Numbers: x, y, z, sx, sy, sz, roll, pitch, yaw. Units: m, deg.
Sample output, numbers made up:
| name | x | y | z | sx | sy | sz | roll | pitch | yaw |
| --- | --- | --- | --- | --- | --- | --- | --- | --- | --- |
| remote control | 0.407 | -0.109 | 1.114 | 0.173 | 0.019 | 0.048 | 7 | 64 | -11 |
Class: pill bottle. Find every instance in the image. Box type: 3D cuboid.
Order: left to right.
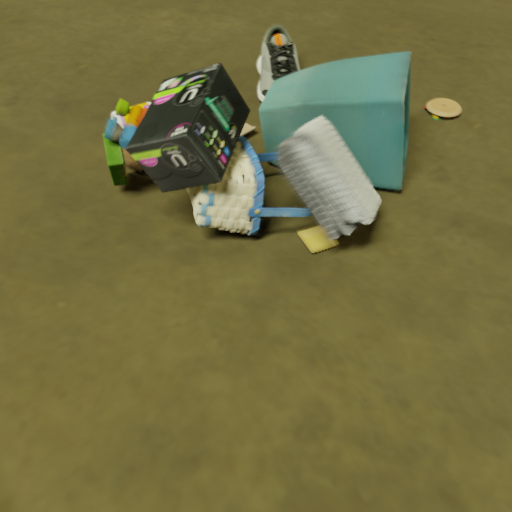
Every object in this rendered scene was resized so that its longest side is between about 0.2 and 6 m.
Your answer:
| name | x | y | z | sx | sy | sz | roll | pitch | yaw |
| --- | --- | --- | --- | --- | --- | --- | --- | --- | --- |
| pill bottle | -2.792 | -3.317 | 13.563 | 1.299 | 0.677 | 0.677 | -23 | 49 | -22 |

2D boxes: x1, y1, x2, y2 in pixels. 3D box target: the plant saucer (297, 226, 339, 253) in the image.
| name | x | y | z | sx | sy | sz | roll | pitch | yaw |
| --- | --- | --- | --- | --- | --- | --- | --- | --- | --- |
| plant saucer | 1.196 | -0.300 | 10.864 | 0.613 | 0.149 | 0.613 | -18 | 47 | -16 |

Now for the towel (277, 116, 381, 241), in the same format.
| name | x | y | z | sx | sy | sz | roll | pitch | yaw |
| --- | --- | --- | --- | --- | --- | --- | --- | --- | --- |
| towel | 1.369 | -1.453 | 10.492 | 2.145 | 0.918 | 1.776 | 54 | 26 | -6 |

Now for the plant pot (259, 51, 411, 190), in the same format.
| name | x | y | z | sx | sy | sz | roll | pitch | yaw |
| --- | --- | --- | --- | --- | --- | --- | --- | --- | --- |
| plant pot | 1.734 | -2.958 | 12.238 | 3.043 | 2.150 | 2.149 | 4 | 44 | 16 |

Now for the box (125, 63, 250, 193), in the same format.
| name | x | y | z | sx | sy | sz | roll | pitch | yaw |
| --- | --- | --- | --- | --- | --- | --- | --- | --- | --- |
| box | -1.160 | -2.247 | 9.917 | 1.389 | 1.162 | 1.870 | -4 | 52 | 32 |

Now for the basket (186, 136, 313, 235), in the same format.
| name | x | y | z | sx | sy | sz | roll | pitch | yaw |
| --- | --- | --- | --- | --- | --- | --- | --- | --- | --- |
| basket | -0.173 | -1.419 | 10.973 | 2.302 | 1.601 | 2.030 | -6 | 41 | -13 |

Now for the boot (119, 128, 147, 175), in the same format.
| name | x | y | z | sx | sy | sz | roll | pitch | yaw |
| --- | --- | --- | --- | --- | --- | --- | --- | --- | --- |
| boot | -1.902 | -2.903 | 13.076 | 1.132 | 1.104 | 2.999 | 38 | 61 | 12 |

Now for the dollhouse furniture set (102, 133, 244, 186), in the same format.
| name | x | y | z | sx | sy | sz | roll | pitch | yaw |
| --- | --- | --- | --- | --- | --- | --- | --- | --- | --- |
| dollhouse furniture set | -1.613 | -2.236 | 11.681 | 2.946 | 1.137 | 1.472 | -9 | 75 | -12 |

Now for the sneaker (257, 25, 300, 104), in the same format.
| name | x | y | z | sx | sy | sz | roll | pitch | yaw |
| --- | --- | --- | --- | --- | --- | --- | --- | --- | --- |
| sneaker | 0.593 | -5.002 | 14.863 | 1.206 | 1.294 | 3.264 | -4 | 46 | -6 |

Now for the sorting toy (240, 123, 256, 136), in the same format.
| name | x | y | z | sx | sy | sz | roll | pitch | yaw |
| --- | --- | --- | --- | --- | --- | --- | --- | --- | --- |
| sorting toy | -0.867 | -3.033 | 13.623 | 1.337 | 0.244 | 1.238 | 31 | 52 | 33 |

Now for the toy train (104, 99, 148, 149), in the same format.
| name | x | y | z | sx | sy | sz | roll | pitch | yaw |
| --- | --- | --- | --- | --- | --- | --- | --- | --- | --- |
| toy train | -2.312 | -2.821 | 11.093 | 1.009 | 0.738 | 1.744 | 20 | 60 | -20 |

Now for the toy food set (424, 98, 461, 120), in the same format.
| name | x | y | z | sx | sy | sz | roll | pitch | yaw |
| --- | --- | --- | --- | --- | --- | --- | --- | --- | --- |
| toy food set | 4.789 | -3.772 | 14.357 | 0.893 | 0.219 | 0.902 | -2 | 44 | -2 |
